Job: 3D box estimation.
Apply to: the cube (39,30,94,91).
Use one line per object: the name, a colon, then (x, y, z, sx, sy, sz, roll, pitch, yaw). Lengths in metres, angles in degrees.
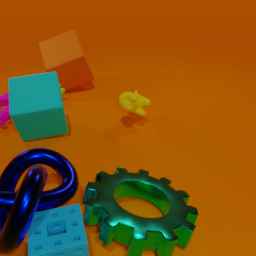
cube: (-2.059, -2.249, 9.503, 1.288, 1.288, 1.288, -21, 62, -1)

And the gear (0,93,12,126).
gear: (-3.628, -0.499, 7.834, 1.363, 0.252, 1.363, -8, 38, 7)

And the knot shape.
knot shape: (-1.644, 1.052, 4.200, 1.930, 0.892, 1.806, -25, 18, -16)

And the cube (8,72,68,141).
cube: (-2.187, -0.525, 6.905, 1.142, 1.142, 1.142, -11, 58, -11)

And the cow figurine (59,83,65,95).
cow figurine: (-2.652, -1.034, 8.847, 0.596, 1.069, 1.086, 47, 12, 26)

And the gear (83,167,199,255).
gear: (0.195, 1.262, 4.541, 1.809, 0.335, 1.809, 12, 21, -5)

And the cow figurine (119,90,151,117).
cow figurine: (0.131, -0.716, 7.579, 1.093, 0.600, 1.076, 16, 13, -39)

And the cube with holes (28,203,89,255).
cube with holes: (-0.961, 1.646, 3.929, 0.722, 0.722, 0.722, -8, 31, -15)
